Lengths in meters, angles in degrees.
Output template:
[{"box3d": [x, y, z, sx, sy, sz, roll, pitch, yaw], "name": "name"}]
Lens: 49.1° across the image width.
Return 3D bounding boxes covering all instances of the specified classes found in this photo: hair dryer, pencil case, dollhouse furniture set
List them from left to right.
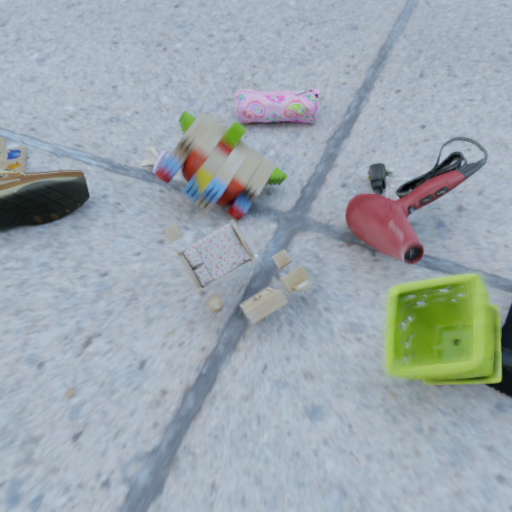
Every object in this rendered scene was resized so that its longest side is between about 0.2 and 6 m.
[{"box3d": [-0.264, 0.005, 8.926, 1.682, 0.963, 1.973, -31, 96, -8], "name": "dollhouse furniture set"}, {"box3d": [0.480, -3.447, 12.840, 1.924, 0.841, 0.841, 0, 49, 1], "name": "pencil case"}, {"box3d": [2.735, -1.070, 10.041, 2.430, 0.867, 3.191, -16, 38, 38], "name": "hair dryer"}]

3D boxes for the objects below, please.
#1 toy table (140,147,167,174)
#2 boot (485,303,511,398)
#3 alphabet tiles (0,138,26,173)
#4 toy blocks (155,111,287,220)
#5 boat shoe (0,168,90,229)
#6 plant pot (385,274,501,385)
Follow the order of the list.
[{"box3d": [-2.167, -2.039, 11.837, 0.351, 0.551, 0.600, 24, 47, -2], "name": "toy table"}, {"box3d": [5.011, 1.439, 8.339, 2.832, 1.081, 2.379, 28, 58, 30], "name": "boot"}, {"box3d": [-5.960, -1.524, 11.630, 2.278, 0.103, 2.725, -12, 49, -10], "name": "alphabet tiles"}, {"box3d": [-0.768, -1.603, 10.789, 2.403, 1.201, 1.642, 36, 52, -10], "name": "toy blocks"}, {"box3d": [-4.727, -1.176, 10.551, 2.980, 1.127, 1.100, -16, 60, -14], "name": "boat shoe"}, {"box3d": [2.735, 1.154, 7.996, 1.342, 1.223, 1.348, -13, 58, 39], "name": "plant pot"}]
